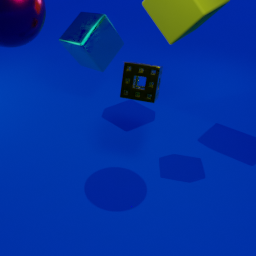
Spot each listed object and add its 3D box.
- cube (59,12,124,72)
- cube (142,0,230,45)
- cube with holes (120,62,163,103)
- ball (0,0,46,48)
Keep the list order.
[{"bbox_3d":[-1.062,-2.545,8.273,1.159,1.159,1.159,25,76,40],"label":"cube"},{"bbox_3d":[1.320,-2.909,6.447,1.206,1.206,1.206,-38,94,-34],"label":"cube"},{"bbox_3d":[0.317,-1.043,6.275,0.765,0.765,0.765,11,15,10],"label":"cube with holes"},{"bbox_3d":[-2.169,-2.136,4.953,1.380,1.380,1.380,0,37,0],"label":"ball"}]
